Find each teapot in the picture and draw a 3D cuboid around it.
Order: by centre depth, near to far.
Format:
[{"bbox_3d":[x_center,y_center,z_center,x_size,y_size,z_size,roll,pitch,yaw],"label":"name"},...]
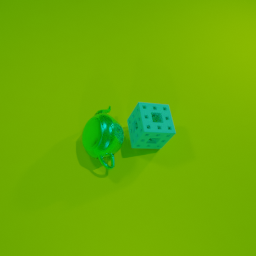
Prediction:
[{"bbox_3d":[-0.596,0.174,7.311,0.929,1.180,1.898,14,57,-40],"label":"teapot"}]

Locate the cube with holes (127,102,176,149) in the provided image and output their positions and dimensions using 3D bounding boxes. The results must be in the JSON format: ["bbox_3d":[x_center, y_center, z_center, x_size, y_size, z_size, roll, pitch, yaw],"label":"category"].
[{"bbox_3d":[0.583,-0.044,7.357,0.871,0.871,0.871,3,58,-21],"label":"cube with holes"}]
